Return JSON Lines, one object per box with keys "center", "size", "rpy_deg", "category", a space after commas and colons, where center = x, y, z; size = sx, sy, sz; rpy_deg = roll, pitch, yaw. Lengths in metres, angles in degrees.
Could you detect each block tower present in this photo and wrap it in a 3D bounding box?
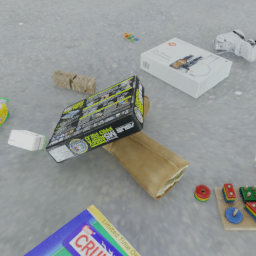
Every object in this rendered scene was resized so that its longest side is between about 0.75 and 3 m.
{"center": [-1.852, -1.597, 9.700], "size": [1.579, 0.457, 0.427], "rpy_deg": [16, 46, 14], "category": "block tower"}

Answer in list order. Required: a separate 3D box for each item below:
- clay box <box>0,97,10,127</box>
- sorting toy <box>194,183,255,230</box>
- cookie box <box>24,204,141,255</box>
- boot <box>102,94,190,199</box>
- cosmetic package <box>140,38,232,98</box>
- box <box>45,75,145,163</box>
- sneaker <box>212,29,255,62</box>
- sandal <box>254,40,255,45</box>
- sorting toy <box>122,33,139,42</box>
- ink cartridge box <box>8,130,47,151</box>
{"center": [-4.425, -0.133, 8.113], "size": [1.229, 0.509, 2.139], "rpy_deg": [11, 45, 11], "category": "clay box"}
{"center": [2.670, 1.719, 6.302], "size": [2.195, 0.371, 1.058], "rpy_deg": [0, 44, 0], "category": "sorting toy"}
{"center": [-0.892, 2.811, 4.788], "size": [2.322, 0.872, 1.986], "rpy_deg": [-32, 51, -30], "category": "cookie box"}
{"center": [0.558, 0.357, 7.440], "size": [2.223, 0.839, 2.538], "rpy_deg": [-42, 55, -19], "category": "boot"}
{"center": [2.079, -2.312, 10.274], "size": [2.002, 0.686, 2.656], "rpy_deg": [-32, 52, -32], "category": "cosmetic package"}
{"center": [-0.768, -0.267, 7.226], "size": [2.439, 0.540, 1.954], "rpy_deg": [-22, 31, 18], "category": "box"}
{"center": [4.151, -3.163, 11.045], "size": [1.189, 0.777, 2.068], "rpy_deg": [-12, 42, 3], "category": "sneaker"}
{"center": [5.483, -3.360, 11.598], "size": [1.965, 0.443, 0.738], "rpy_deg": [-28, 46, -6], "category": "sandal"}
{"center": [0.088, -4.100, 12.512], "size": [0.524, 0.127, 0.931], "rpy_deg": [-29, 51, -27], "category": "sorting toy"}
{"center": [-2.600, 0.313, 7.315], "size": [0.649, 0.892, 0.375], "rpy_deg": [16, 89, 2], "category": "ink cartridge box"}
